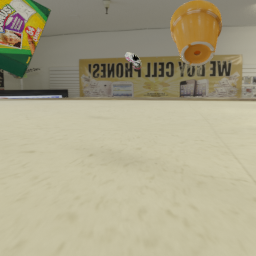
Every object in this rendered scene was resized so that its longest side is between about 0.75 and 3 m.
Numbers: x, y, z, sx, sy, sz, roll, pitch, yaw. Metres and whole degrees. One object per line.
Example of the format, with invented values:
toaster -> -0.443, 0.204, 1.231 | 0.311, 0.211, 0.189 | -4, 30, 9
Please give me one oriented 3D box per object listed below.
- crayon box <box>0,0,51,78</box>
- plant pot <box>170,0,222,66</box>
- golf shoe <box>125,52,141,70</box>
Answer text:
crayon box -> -3.830, -3.127, 8.525 | 2.241, 2.598, 0.757 | 23, -34, -24
plant pot -> 1.217, -1.616, 5.002 | 0.921, 0.843, 0.921 | 5, -31, 3
golf shoe -> 0.257, -3.148, 12.562 | 0.443, 0.562, 1.220 | -21, 49, -20
